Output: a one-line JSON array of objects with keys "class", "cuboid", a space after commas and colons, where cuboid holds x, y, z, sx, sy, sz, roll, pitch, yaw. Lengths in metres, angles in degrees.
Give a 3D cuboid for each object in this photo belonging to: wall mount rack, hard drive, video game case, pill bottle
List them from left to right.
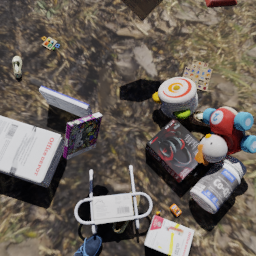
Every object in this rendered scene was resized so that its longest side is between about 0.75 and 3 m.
[{"class": "hard drive", "cuboid": [-2.471, -0.977, 11.456, 2.086, 1.376, 0.265, 22, 73, 8]}, {"class": "video game case", "cuboid": [-1.477, 0.256, 9.090, 0.251, 1.400, 1.269, 38, 40, 28]}, {"class": "wall mount rack", "cuboid": [-0.554, 2.578, 10.373, 2.761, 1.029, 2.399, -6, 73, -2]}, {"class": "pill bottle", "cuboid": [3.393, 2.047, 10.426, 1.163, 1.163, 2.044, 42, 76, 14]}]

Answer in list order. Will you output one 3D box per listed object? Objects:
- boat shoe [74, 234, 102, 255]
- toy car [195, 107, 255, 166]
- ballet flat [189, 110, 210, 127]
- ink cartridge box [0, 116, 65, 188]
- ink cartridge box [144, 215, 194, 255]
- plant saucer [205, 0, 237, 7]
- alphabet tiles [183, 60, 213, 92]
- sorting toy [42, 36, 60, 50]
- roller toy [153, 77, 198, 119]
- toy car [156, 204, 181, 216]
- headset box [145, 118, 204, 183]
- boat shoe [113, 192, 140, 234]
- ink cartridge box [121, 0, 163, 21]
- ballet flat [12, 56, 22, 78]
[{"class": "boat shoe", "cuboid": [-1.567, 4.625, 9.705, 0.829, 0.676, 1.970, 31, 72, 11]}, {"class": "toy car", "cuboid": [3.203, 0.439, 10.162, 2.096, 1.931, 1.853, -32, 112, -20]}, {"class": "ballet flat", "cuboid": [3.613, -0.311, 11.564, 2.128, 0.716, 0.724, 7, 69, 2]}, {"class": "ink cartridge box", "cuboid": [-4.054, 0.926, 10.858, 2.718, 1.138, 1.961, 17, 70, 6]}, {"class": "ink cartridge box", "cuboid": [1.472, 3.916, 9.996, 1.516, 0.632, 1.101, 19, 70, 7]}, {"class": "plant saucer", "cuboid": [4.678, -6.951, 14.323, 1.586, 0.291, 1.583, -6, 69, -2]}, {"class": "alphabet tiles", "cuboid": [3.150, -2.429, 12.728, 1.209, 0.055, 1.446, 17, 70, 7]}, {"class": "sorting toy", "cuboid": [-3.729, -4.050, 13.295, 1.006, 0.137, 0.567, 32, 73, 12]}, {"class": "roller toy", "cuboid": [2.029, -1.286, 11.468, 1.693, 1.183, 1.545, 28, 63, 36]}, {"class": "toy car", "cuboid": [1.537, 3.176, 10.458, 0.924, 0.308, 0.453, -21, 70, -9]}, {"class": "headset box", "cuboid": [2.002, 0.951, 11.025, 1.611, 0.813, 2.167, -41, 74, -14]}, {"class": "boat shoe", "cuboid": [-0.029, 3.110, 10.366, 0.607, 0.519, 1.655, 23, 71, 9]}, {"class": "ink cartridge box", "cuboid": [0.446, -4.990, 10.366, 1.250, 1.518, 0.570, -37, 40, 28]}, {"class": "ballet flat", "cuboid": [-5.034, -2.854, 12.705, 0.418, 0.418, 1.205, -14, 70, -5]}]
